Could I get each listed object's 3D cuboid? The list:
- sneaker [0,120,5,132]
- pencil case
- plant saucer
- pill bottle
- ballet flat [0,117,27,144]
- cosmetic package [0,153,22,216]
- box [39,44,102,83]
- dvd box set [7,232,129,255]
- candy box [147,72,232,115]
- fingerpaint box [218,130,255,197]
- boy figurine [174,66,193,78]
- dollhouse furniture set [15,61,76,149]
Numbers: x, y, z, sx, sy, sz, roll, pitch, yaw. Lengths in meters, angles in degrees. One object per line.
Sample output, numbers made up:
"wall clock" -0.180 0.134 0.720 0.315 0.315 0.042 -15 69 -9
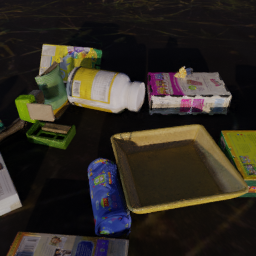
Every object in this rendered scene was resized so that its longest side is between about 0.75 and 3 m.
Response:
"sneaker" -4.754 -0.157 9.565 0.962 0.581 0.402 -2 37 -3
"pencil case" -0.490 1.659 6.920 0.896 0.805 2.064 -31 38 8
"plant saucer" 1.186 1.114 7.693 2.962 0.718 2.961 -7 34 -9
"pill bottle" -0.796 -1.375 10.427 2.674 1.498 1.498 12 39 15
"ballet flat" -3.962 0.330 9.017 0.682 0.469 2.025 -30 17 39
"cosmetic package" -3.971 1.520 7.356 1.663 0.570 2.206 -24 43 -24
"box" -2.450 -2.740 12.205 2.664 1.563 0.644 8 1 12
"dvd box set" -1.282 2.967 5.479 2.495 0.367 1.825 2 32 3
"candy box" 2.251 -1.375 10.924 2.904 0.886 1.980 0 37 1
"fingerpaint box" 3.672 0.957 7.937 1.686 0.741 2.021 -1 37 0
"boy figurine" 2.137 -2.135 10.800 0.754 0.469 0.243 -18 31 -21
"dollhouse furniture set" -2.322 -0.899 9.544 1.370 1.789 2.731 7 38 12
